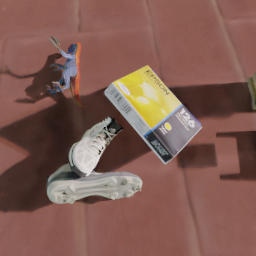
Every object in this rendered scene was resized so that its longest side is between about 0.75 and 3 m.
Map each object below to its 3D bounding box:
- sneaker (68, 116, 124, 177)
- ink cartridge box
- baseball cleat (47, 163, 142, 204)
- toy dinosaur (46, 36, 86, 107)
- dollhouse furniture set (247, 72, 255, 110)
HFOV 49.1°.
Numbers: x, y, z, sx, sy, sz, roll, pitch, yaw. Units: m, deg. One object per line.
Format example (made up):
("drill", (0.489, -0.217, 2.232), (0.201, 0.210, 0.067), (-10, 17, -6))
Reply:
("sneaker", (-0.685, 0.261, 6.338), (0.677, 1.032, 1.794), (41, 29, -14))
("ink cartridge box", (0.808, -0.516, 6.746), (2.095, 0.498, 2.120), (49, 47, 4))
("baseball cleat", (-0.779, 1.153, 6.514), (2.141, 0.747, 1.140), (0, 30, -20))
("toy dinosaur", (-1.645, -1.683, 8.098), (1.912, 1.004, 1.735), (39, 62, -12))
("dollhouse furniture set", (4.454, -0.551, 6.635), (2.043, 2.055, 2.916), (1, 62, 0))
